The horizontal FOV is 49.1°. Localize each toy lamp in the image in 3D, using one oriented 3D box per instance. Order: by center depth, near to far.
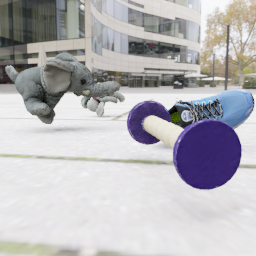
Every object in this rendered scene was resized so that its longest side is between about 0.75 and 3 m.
[{"bbox_3d":[0.471,0.024,3.738,0.749,0.749,2.572,-2,8,-12],"label":"toy lamp"}]

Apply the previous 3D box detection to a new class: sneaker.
[{"bbox_3d":[1.377,-0.186,5.455,2.091,0.821,0.932,-21,-11,24],"label":"sneaker"}]

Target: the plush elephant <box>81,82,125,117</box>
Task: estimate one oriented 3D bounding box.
[{"bbox_3d":[-1.177,-1.158,11.746,1.372,1.290,1.666,39,17,27],"label":"plush elephant"}]

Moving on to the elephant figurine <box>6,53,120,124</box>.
[{"bbox_3d":[-1.797,-1.368,7.908,2.390,1.691,1.854,-34,-34,10],"label":"elephant figurine"}]
